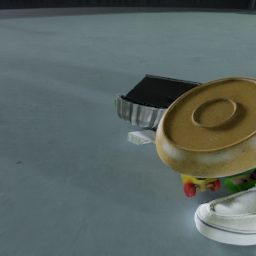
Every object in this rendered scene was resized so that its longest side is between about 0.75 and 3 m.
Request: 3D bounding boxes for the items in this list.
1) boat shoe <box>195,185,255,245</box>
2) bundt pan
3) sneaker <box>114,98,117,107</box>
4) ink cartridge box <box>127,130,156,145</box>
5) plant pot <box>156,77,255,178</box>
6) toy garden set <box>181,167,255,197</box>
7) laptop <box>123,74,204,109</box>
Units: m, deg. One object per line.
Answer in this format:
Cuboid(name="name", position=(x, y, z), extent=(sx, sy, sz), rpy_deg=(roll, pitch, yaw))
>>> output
Cuboid(name="boat shoe", position=(2.518, 1.196, 4.703), extent=(2.802, 0.978, 0.993), rpy_deg=(-6, 24, 4))
Cuboid(name="bundt pan", position=(0.481, -0.468, 8.060), extent=(1.805, 0.677, 1.805), rpy_deg=(10, 16, -3))
Cuboid(name="sneaker", position=(0.232, -0.991, 9.182), extent=(1.328, 0.518, 0.566), rpy_deg=(-29, 15, -11))
Cuboid(name="ink cartridge box", position=(0.622, 0.315, 7.077), extent=(0.822, 0.243, 1.027), rpy_deg=(-7, 21, -43))
Cuboid(name="plant pot", position=(1.747, -0.211, 5.549), extent=(2.729, 0.375, 2.729), rpy_deg=(-21, 35, 16))
Cuboid(name="toy garden set", position=(1.768, 0.588, 6.389), extent=(2.070, 0.496, 2.483), rpy_deg=(-8, 28, -21))
Cuboid(name="laptop", position=(1.331, -0.796, 8.447), extent=(2.054, 1.271, 2.194), rpy_deg=(16, -12, 27))
